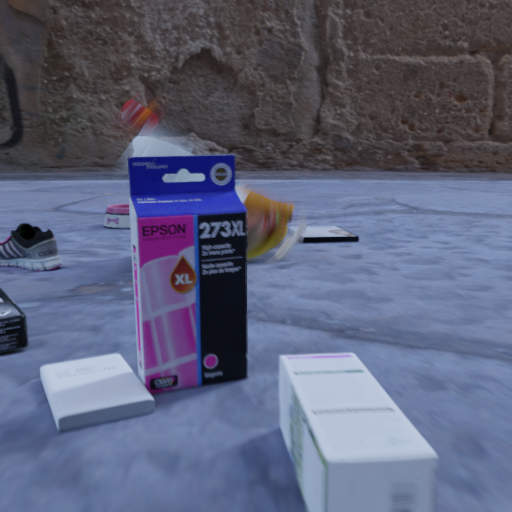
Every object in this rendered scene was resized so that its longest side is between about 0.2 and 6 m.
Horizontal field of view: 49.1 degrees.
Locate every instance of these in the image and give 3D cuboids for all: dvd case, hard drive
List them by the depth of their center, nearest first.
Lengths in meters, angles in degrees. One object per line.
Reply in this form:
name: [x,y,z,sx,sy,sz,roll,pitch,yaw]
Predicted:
hard drive: [-1.265,1.030,4.356,0.671,0.136,1.017,-5,11,-27]
dvd case: [1.423,-0.485,12.302,1.201,0.148,1.683,-2,11,-8]

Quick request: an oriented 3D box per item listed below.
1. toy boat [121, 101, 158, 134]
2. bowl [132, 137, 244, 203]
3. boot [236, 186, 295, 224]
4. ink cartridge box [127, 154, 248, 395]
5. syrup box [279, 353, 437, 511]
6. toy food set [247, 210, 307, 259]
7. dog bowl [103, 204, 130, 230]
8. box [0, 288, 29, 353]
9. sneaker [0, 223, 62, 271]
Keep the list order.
toy boat: [-2.156,-2.647,10.650,0.481,0.480,0.735,-4,-23,43]
bowl: [-1.332,-1.091,9.616,2.121,0.953,2.121,28,20,-11]
boot: [0.143,-0.962,10.900,1.162,0.571,1.623,13,6,12]
ink cartridge box: [-0.518,0.141,4.447,0.877,1.852,0.344,-5,11,-21]
syrup box: [0.494,1.038,3.213,0.554,0.536,1.362,-1,10,-6]
toy food set: [-0.107,-0.492,9.716,1.910,0.624,1.124,0,36,43]
dog bowl: [-3.129,-1.008,14.064,1.414,0.521,1.414,0,10,0]
box: [-3.285,0.682,5.487,1.690,0.401,1.632,-7,10,-32]
sneaker: [-3.875,-0.196,9.220,1.653,0.723,0.610,6,12,28]
